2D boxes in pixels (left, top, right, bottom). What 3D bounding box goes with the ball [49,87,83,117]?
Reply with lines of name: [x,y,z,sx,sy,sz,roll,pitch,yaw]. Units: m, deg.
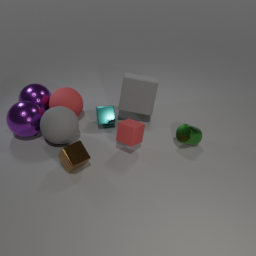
ball: [-2.567,-0.997,11.681,1.400,1.400,1.400,0,33,0]

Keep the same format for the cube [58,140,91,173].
cube: [-1.765,0.938,9.143,0.700,0.700,0.700,-26,80,-34]

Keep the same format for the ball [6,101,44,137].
ball: [-3.891,-0.342,10.698,1.400,1.400,1.400,0,33,0]

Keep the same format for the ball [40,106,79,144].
ball: [-2.524,-0.105,10.350,1.400,1.400,1.400,0,33,0]

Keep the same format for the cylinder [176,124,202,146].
cylinder: [2.228,0.251,10.219,0.700,0.700,0.700,14,19,-42]

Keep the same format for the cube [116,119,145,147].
cube: [0.089,0.151,9.840,0.700,0.700,0.700,20,23,30]

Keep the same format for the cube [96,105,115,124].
cube: [-0.921,-0.529,11.409,0.700,0.700,0.700,-6,3,-9]

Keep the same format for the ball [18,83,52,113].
ball: [-3.951,-1.207,12.019,1.400,1.400,1.400,0,33,0]

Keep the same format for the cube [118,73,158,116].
cube: [0.409,-1.459,11.812,1.400,1.400,1.400,10,18,-2]
